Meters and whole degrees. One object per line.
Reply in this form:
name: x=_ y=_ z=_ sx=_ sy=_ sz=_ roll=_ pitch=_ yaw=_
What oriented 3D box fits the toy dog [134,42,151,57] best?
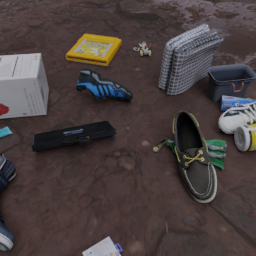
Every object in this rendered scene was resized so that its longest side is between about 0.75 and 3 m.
toy dog: x=0.808 y=-3.989 z=13.856 sx=0.767 sy=0.560 sz=1.164 roll=-17 pitch=46 yaw=-17

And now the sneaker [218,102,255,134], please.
sneaker: x=4.325 y=-0.498 z=9.363 sx=2.358 sy=1.534 sz=0.941 roll=-10 pitch=80 yaw=-13

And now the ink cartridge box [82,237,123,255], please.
ink cartridge box: x=-0.550 y=3.044 z=6.680 sx=0.888 sy=0.339 sz=0.606 roll=-25 pitch=49 yaw=-22

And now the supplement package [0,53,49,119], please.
supplement package: x=-4.597 y=-1.518 z=10.402 sx=2.900 sy=1.758 sz=1.737 roll=-6 pitch=44 yaw=-6

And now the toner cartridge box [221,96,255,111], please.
toner cartridge box: x=4.228 y=-0.862 z=10.656 sx=1.312 sy=0.283 sz=0.623 roll=9 pitch=44 yaw=10

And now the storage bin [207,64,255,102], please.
storage bin: x=3.988 y=-1.673 z=11.025 sx=1.699 sy=1.141 sz=1.236 roll=-8 pitch=44 yaw=-7

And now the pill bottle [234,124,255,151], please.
pill bottle: x=4.385 y=0.293 z=9.191 sx=1.502 sy=0.859 sz=0.859 roll=-4 pitch=44 yaw=-5

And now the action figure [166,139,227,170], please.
action figure: x=2.180 y=0.646 z=9.105 sx=1.905 sy=0.521 sz=1.125 roll=9 pitch=47 yaw=14

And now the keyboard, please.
keyboard: x=-1.763 y=0.312 z=9.260 sx=2.704 sy=0.347 sz=1.624 roll=-12 pitch=19 yaw=-12

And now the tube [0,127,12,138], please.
tube: x=-4.593 y=0.272 z=9.660 sx=1.076 sy=0.271 sz=0.417 roll=-28 pitch=58 yaw=-32

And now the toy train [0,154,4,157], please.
toy train: x=-4.787 y=1.289 z=8.488 sx=2.030 sy=0.423 sz=0.572 roll=-32 pitch=42 yaw=-29

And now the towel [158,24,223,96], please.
towel: x=2.539 y=-2.707 z=11.385 sx=2.603 sy=2.155 sz=1.114 roll=-30 pitch=55 yaw=-26

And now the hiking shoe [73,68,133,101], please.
hiking shoe: x=-0.915 y=-1.451 z=10.848 sx=2.252 sy=0.976 sz=0.838 roll=24 pitch=4 yaw=-12

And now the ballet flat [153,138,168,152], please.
ballet flat: x=1.086 y=0.557 z=9.395 sx=0.253 sy=0.174 sz=0.752 roll=33 pitch=53 yaw=30

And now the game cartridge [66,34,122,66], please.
game cartridge: x=-1.635 y=-3.960 z=13.956 sx=2.133 sy=0.392 sz=2.419 roll=11 pitch=46 yaw=11

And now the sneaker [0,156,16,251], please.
sneaker: x=-3.520 y=1.813 z=7.455 sx=2.721 sy=1.035 sz=1.966 roll=24 pitch=51 yaw=24

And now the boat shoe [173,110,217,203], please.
boat shoe: x=1.870 y=0.766 z=8.274 sx=1.001 sy=0.846 sz=2.808 roll=-18 pitch=55 yaw=14
